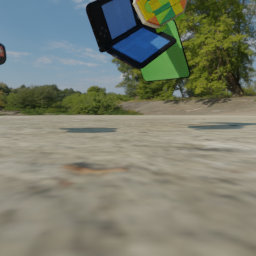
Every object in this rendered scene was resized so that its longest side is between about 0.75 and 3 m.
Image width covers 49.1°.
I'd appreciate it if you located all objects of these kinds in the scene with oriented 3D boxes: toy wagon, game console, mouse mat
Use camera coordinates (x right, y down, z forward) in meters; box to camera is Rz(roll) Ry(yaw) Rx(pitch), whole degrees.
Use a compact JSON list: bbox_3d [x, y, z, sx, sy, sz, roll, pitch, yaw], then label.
[{"bbox_3d":[0.799,-2.726,5.780,1.413,1.096,0.279,-33,18,-6],"label":"toy wagon"},{"bbox_3d":[0.202,-3.084,8.363,1.369,1.988,2.307,7,38,39],"label":"game console"},{"bbox_3d":[1.114,-2.790,10.525,0.100,2.135,2.654,-33,22,-30],"label":"mouse mat"}]

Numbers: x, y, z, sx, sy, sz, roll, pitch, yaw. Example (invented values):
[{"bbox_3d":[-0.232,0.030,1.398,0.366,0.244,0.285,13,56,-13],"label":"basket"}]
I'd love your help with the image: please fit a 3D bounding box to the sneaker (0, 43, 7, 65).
[{"bbox_3d":[-3.358,-1.818,6.465,1.021,0.906,2.417,-4,7,-24],"label":"sneaker"}]
